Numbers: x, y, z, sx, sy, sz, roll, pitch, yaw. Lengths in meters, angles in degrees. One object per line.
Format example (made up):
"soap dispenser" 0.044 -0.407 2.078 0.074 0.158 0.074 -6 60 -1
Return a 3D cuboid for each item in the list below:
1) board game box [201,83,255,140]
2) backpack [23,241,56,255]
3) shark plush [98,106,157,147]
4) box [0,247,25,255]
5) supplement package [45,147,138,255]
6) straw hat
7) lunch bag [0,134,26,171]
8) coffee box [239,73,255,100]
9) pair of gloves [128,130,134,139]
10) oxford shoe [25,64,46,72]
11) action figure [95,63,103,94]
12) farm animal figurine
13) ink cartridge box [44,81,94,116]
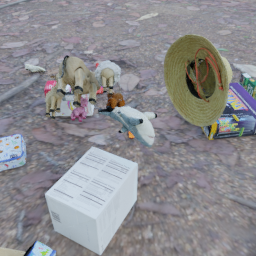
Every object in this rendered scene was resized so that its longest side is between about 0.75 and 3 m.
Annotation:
"board game box" 4.033 -0.814 11.696 2.464 0.845 2.981 -6 37 -6
"backpack" -2.001 3.248 6.075 0.924 1.151 1.258 25 37 -3
"shark plush" -0.115 -0.139 7.407 1.844 0.768 0.838 18 24 18
"box" -3.574 3.464 6.511 1.909 0.203 1.560 6 37 9
"supplement package" -0.861 1.857 7.531 1.523 1.534 2.021 18 40 23
"straw hat" 2.387 -1.522 8.393 1.224 2.892 2.892 -22 42 -22
"lunch bag" -4.177 0.850 9.736 1.163 0.548 1.452 -12 37 -12
"coffee box" 5.671 -1.867 13.076 0.316 0.884 1.438 -6 39 -10
"pair of gloves" 0.428 0.209 10.947 0.867 0.107 0.772 5 36 2
"oxford shoe" -5.093 -3.208 15.352 1.170 0.440 0.338 12 79 3
"action figure" -1.482 -2.752 13.865 0.972 1.474 2.979 2 39 3
"farm animal figurine" -1.456 -1.279 8.493 2.683 2.653 1.399 -2 70 4
"ink cartridge box" -2.439 -1.241 11.809 1.875 1.384 0.803 0 37 1
